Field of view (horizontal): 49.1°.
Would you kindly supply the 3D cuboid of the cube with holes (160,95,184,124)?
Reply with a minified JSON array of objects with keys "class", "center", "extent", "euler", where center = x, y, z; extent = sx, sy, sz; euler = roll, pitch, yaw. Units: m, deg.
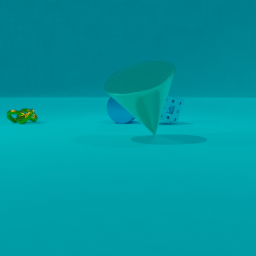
[{"class":"cube with holes","center":[1.247,-0.719,9.657],"extent":[0.847,0.847,0.847],"euler":[13,9,-26]}]

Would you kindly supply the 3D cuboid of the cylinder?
[{"class":"cylinder","center":[-0.106,-0.740,10.122],"extent":[1.074,1.074,1.074],"euler":[2,7,14]}]

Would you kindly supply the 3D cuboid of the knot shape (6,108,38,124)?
[{"class":"knot shape","center":[-3.673,-0.446,10.027],"extent":[1.074,0.496,1.005],"euler":[1,9,23]}]

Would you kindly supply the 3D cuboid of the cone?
[{"class":"cone","center":[0.448,-0.479,6.519],"extent":[1.605,1.611,1.605],"euler":[-13,32,8]}]
